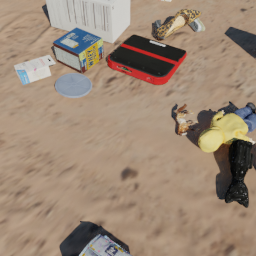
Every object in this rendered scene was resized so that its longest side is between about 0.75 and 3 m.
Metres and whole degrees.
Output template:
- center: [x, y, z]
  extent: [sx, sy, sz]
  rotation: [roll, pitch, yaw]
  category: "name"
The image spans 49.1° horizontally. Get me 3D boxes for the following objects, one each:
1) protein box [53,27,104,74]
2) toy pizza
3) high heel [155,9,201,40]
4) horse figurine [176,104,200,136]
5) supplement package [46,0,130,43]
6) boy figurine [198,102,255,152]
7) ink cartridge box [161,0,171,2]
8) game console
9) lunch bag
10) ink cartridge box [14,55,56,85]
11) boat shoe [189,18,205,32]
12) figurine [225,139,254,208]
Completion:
- center: [-1.754, -2.815, 10.108]
  extent: [1.255, 0.847, 1.246]
  rotation: [29, 56, 22]
  category: "protein box"
- center: [-1.798, -1.383, 9.300]
  extent: [1.204, 0.191, 1.204]
  rotation: [4, 50, -5]
  category: "toy pizza"
- center: [2.070, -4.084, 11.209]
  extent: [1.965, 0.702, 1.401]
  rotation: [-13, 46, 9]
  category: "high heel"
- center: [1.681, -0.230, 8.292]
  extent: [0.674, 0.254, 1.017]
  rotation: [-12, 63, -3]
  category: "horse figurine"
- center: [-1.570, -4.851, 11.299]
  extent: [2.972, 1.628, 1.691]
  rotation: [21, 53, 17]
  category: "supplement package"
- center: [2.891, 0.060, 7.819]
  extent: [2.146, 0.691, 1.334]
  rotation: [-28, 56, -20]
  category: "boy figurine"
- center: [1.871, -6.287, 13.403]
  extent: [0.783, 0.264, 0.456]
  rotation: [14, 51, 13]
  category: "ink cartridge box"
- center: [0.686, -2.555, 10.264]
  extent: [2.406, 0.373, 2.127]
  rotation: [24, 51, 19]
  category: "game console"
- center: [-0.526, 2.776, 5.528]
  extent: [0.971, 0.728, 1.145]
  rotation: [30, 50, 21]
  category: "lunch bag"
- center: [-3.163, -2.024, 9.677]
  extent: [1.270, 0.431, 0.731]
  rotation: [-24, 48, -19]
  category: "ink cartridge box"
- center: [2.849, -4.445, 11.826]
  extent: [0.376, 0.436, 1.212]
  rotation: [-1, 55, -25]
  category: "boat shoe"
- center: [3.281, 1.287, 6.871]
  extent: [1.698, 0.731, 1.657]
  rotation: [14, 59, 11]
  category: "figurine"
